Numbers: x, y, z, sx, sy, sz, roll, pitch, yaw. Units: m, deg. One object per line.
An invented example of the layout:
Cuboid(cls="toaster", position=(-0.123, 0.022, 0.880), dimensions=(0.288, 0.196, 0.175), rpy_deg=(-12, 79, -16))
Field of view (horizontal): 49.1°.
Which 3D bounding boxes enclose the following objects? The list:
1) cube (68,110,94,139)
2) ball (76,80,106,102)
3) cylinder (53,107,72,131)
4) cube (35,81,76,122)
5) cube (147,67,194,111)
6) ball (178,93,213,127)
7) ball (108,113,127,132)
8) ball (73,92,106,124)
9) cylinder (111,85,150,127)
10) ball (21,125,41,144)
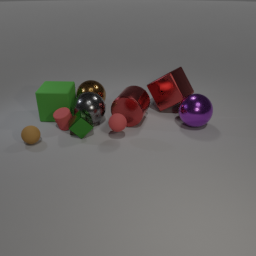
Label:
Cuboid(cls="cube", position=(-1.862, -0.150, 11.069), dimensions=(0.700, 0.700, 0.700), rpy_deg=(-43, 28, 11))
Cuboid(cls="ball", position=(-1.739, -1.555, 13.230), dimensions=(1.400, 1.400, 1.400), rpy_deg=(0, 28, 0))
Cuboid(cls="cylinder", position=(-2.650, -0.373, 11.619), dimensions=(0.700, 0.700, 0.700), rpy_deg=(-8, 43, 8))
Cuboid(cls="cube", position=(-3.151, -1.202, 12.539), dimensions=(1.400, 1.400, 1.400), rpy_deg=(1, 30, 2))
Cuboid(cls="cube", position=(2.006, -1.839, 13.147), dimensions=(1.400, 1.400, 1.400), rpy_deg=(-25, 7, 38))
Cuboid(cls="ball", position=(2.812, -0.733, 11.651), dimensions=(1.400, 1.400, 1.400), rpy_deg=(0, 28, 0))
Cuboid(cls="ball", position=(-0.397, -0.205, 10.672), dimensions=(0.700, 0.700, 0.700), rpy_deg=(0, 28, 0))
Cuboid(cls="ball", position=(-1.652, -0.843, 11.957), dimensions=(1.400, 1.400, 1.400), rpy_deg=(0, 28, 0))
Cuboid(cls="cylinder", position=(0.133, -0.961, 12.119), dimensions=(1.400, 1.400, 1.400), rpy_deg=(8, 29, 15))
Cuboid(cls="ball", position=(-3.670, 0.254, 10.583), dimensions=(0.700, 0.700, 0.700), rpy_deg=(0, 28, 0))
